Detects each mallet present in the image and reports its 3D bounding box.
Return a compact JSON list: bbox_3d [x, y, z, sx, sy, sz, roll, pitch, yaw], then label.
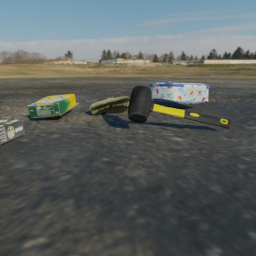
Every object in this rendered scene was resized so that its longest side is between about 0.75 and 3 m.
[{"bbox_3d":[1.469,-0.546,7.941,2.977,0.980,0.613,6,-26,-8],"label":"mallet"}]

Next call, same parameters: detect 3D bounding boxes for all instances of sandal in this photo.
[{"bbox_3d":[-0.683,-0.972,11.043,1.893,0.752,0.540,-10,44,-32],"label":"sandal"}]

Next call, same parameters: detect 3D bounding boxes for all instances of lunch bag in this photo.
[{"bbox_3d":[2.084,-1.487,11.742,2.327,0.879,1.864,0,9,-32],"label":"lunch bag"}]

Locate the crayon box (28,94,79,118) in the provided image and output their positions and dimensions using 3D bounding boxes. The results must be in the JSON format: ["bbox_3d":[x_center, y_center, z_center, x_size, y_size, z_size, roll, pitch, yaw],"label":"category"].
[{"bbox_3d":[-2.638,-0.853,10.144,1.136,0.466,1.806,-4,17,12],"label":"crayon box"}]

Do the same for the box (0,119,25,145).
[{"bbox_3d":[-3.853,0.158,7.018,1.615,0.492,2.004,-1,12,10],"label":"box"}]
